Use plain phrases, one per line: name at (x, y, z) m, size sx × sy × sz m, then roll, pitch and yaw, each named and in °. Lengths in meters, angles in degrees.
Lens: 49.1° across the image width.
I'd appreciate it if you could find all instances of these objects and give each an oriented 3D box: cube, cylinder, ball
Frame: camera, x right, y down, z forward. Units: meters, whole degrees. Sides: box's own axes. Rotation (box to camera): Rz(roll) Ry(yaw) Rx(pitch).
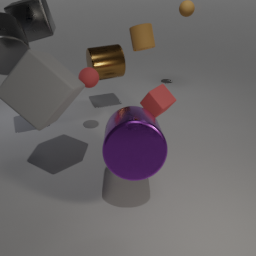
cube at (0.949, -0.838, 8.878) m, size 0.700 × 0.700 × 0.700 m, roll -34°, pitch 82°, yaw -34°
cylinder at (-3.838, -2.606, 8.710) m, size 1.400 × 1.400 × 1.400 m, roll -13°, pitch 53°, yaw -22°
cylinder at (-0.972, -2.817, 12.078) m, size 1.400 × 1.400 × 1.400 m, roll -12°, pitch 31°, yaw -15°
cylinder at (0.441, -2.778, 8.607) m, size 0.700 × 0.700 × 0.700 m, roll -11°, pitch 11°, yaw 2°
ball at (-1.345, -1.725, 9.601) m, size 0.700 × 0.700 × 0.700 m, roll 0°, pitch 29°, yaw 0°
cube at (-2.188, -1.005, 7.272) m, size 1.400 × 1.400 × 1.400 m, roll 41°, pitch 11°, yaw -6°
ball at (2.679, -5.438, 12.755) m, size 0.700 × 0.700 × 0.700 m, roll 0°, pitch 29°, yaw 0°
cube at (-3.830, -4.343, 11.163) m, size 1.400 × 1.400 × 1.400 m, roll -16°, pitch 32°, yaw 0°
cylinder at (0.133, 0.308, 6.594) m, size 1.400 × 1.400 × 1.400 m, roll -1°, pitch 17°, yaw -1°
